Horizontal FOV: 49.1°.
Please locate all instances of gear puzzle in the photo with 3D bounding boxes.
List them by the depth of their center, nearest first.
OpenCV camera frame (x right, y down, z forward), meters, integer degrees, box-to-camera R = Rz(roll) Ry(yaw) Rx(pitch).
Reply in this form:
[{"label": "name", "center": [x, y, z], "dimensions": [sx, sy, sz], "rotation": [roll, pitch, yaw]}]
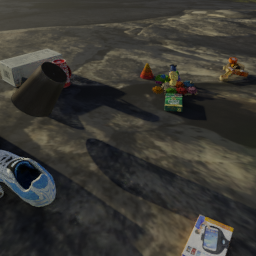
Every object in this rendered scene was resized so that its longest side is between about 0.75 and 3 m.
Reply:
[{"label": "gear puzzle", "center": [2.173, -1.927, 13.217], "dimensions": [2.128, 0.279, 1.102], "rotation": [-5, 45, -8]}]

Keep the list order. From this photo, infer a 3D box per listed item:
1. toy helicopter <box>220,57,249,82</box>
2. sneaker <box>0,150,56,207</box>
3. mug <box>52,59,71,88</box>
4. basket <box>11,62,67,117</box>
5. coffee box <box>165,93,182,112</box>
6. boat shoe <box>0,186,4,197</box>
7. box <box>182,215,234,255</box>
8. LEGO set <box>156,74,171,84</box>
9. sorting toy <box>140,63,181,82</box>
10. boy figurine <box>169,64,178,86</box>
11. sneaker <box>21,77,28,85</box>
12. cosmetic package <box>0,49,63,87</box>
[{"label": "toy helicopter", "center": [5.524, -2.905, 14.751], "dimensions": [1.242, 0.741, 1.878], "rotation": [34, 56, 28]}, {"label": "sneaker", "center": [-3.160, 1.150, 7.914], "dimensions": [2.986, 1.082, 1.073], "rotation": [21, 39, 31]}, {"label": "mug", "center": [-3.306, -2.759, 13.812], "dimensions": [0.823, 1.234, 1.095], "rotation": [-1, 34, 0]}, {"label": "basket", "center": [-3.030, -1.387, 9.950], "dimensions": [1.578, 1.750, 1.190], "rotation": [14, 44, -39]}, {"label": "coffee box", "center": [1.986, -1.125, 12.160], "dimensions": [0.756, 0.270, 1.230], "rotation": [6, 33, 9]}, {"label": "boat shoe", "center": [-3.880, 1.881, 7.419], "dimensions": [1.119, 0.397, 0.391], "rotation": [-16, 33, -35]}, {"label": "box", "center": [1.776, 2.659, 6.281], "dimensions": [0.837, 0.292, 1.407], "rotation": [17, 35, 24]}, {"label": "LEGO set", "center": [2.012, -2.414, 13.987], "dimensions": [1.210, 0.462, 0.497], "rotation": [7, 10, 5]}, {"label": "sorting toy", "center": [1.666, -2.859, 14.427], "dimensions": [2.183, 0.752, 0.757], "rotation": [15, 35, 23]}, {"label": "boy figurine", "center": [1.744, -1.990, 10.667], "dimensions": [0.267, 0.828, 0.515], "rotation": [-4, -5, 45]}, {"label": "sneaker", "center": [-4.305, -1.729, 12.676], "dimensions": [1.001, 0.838, 2.206], "rotation": [-2, 35, -21]}, {"label": "cosmetic package", "center": [-5.004, -3.221, 14.701], "dimensions": [1.497, 1.057, 2.891], "rotation": [28, 41, 36]}]
